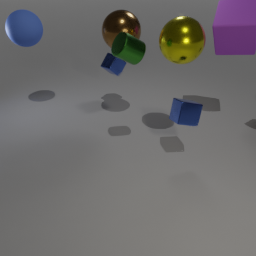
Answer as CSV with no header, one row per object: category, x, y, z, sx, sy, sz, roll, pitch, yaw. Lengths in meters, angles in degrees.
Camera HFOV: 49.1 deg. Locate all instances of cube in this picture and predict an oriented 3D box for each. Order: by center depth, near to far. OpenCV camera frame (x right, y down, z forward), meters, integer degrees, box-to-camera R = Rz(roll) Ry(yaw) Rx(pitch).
cube,1.784,-0.496,8.696,0.700,0.700,0.700,6,15,-16
cube,3.921,-3.621,10.084,1.400,1.400,1.400,7,62,26
cube,-0.643,-2.810,12.408,0.700,0.700,0.700,28,0,45

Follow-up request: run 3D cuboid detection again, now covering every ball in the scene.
ball,1.641,-2.656,8.532,1.400,1.400,1.400,0,29,0
ball,-0.234,-3.450,9.956,1.400,1.400,1.400,0,29,0
ball,-4.093,-3.940,11.096,1.400,1.400,1.400,0,29,0

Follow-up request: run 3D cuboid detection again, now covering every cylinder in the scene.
cylinder,0.014,-2.195,7.742,0.700,0.700,0.700,17,16,-36
